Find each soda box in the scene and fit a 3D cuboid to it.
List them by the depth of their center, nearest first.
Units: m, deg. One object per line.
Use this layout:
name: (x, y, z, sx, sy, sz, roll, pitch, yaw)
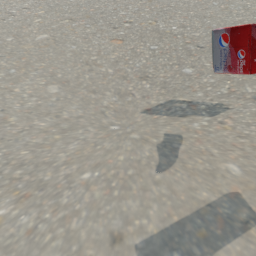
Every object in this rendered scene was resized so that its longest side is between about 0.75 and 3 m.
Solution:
soda box: (2.523, -1.363, 4.720, 2.288, 0.725, 0.801, -12, 17, -26)
